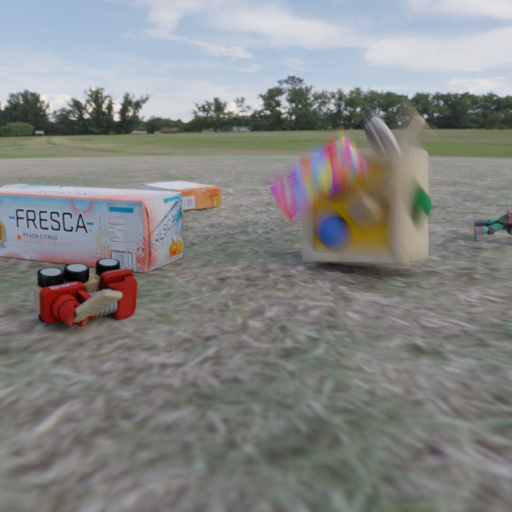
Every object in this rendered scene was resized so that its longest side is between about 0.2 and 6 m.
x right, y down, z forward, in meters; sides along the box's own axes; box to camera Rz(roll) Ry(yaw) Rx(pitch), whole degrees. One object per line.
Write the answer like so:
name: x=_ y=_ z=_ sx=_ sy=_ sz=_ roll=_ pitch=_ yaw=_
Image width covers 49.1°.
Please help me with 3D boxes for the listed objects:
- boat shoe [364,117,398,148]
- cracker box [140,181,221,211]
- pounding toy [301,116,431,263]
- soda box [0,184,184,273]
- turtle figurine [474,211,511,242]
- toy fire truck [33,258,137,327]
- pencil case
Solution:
boat shoe: x=2.479 y=-1.698 z=10.689 sx=0.568 sy=1.909 sz=0.686 roll=-31 pitch=24 yaw=0
cracker box: x=-2.385 y=-1.888 z=17.444 sx=1.551 sy=0.668 sz=2.316 roll=-10 pitch=17 yaw=-38
pounding toy: x=1.885 y=-0.979 z=9.152 sx=2.317 sy=2.133 sz=1.647 roll=2 pitch=5 yaw=37
soda box: x=-3.382 y=-0.609 z=10.513 sx=4.019 sy=1.278 sz=1.375 roll=6 pitch=14 yaw=22
turtle figurine: x=5.400 y=-0.601 z=11.959 sx=1.388 sy=0.699 sz=1.039 roll=-1 pitch=12 yaw=22
toy fire truck: x=-1.926 y=0.513 z=6.878 sx=1.202 sy=0.879 sz=1.366 roll=-10 pitch=28 yaw=-41
pencil case: x=0.889 y=-1.116 z=8.090 sx=1.384 sy=0.612 sz=0.612 roll=-32 pitch=7 yaw=13
